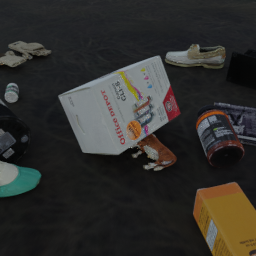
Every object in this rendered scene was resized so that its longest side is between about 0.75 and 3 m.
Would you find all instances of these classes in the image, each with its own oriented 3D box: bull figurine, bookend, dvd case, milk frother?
[{"bbox_3d":[0.606,0.578,7.642,0.931,0.500,1.534,-27,40,-24],"label":"bull figurine"},{"bbox_3d":[5.813,-2.511,11.124,2.671,1.238,2.688,26,44,30],"label":"bookend"},{"bbox_3d":[3.448,-0.188,8.928,1.458,0.157,1.961,10,38,13],"label":"dvd case"},{"bbox_3d":[-4.240,-0.410,7.151,2.409,2.669,2.510,-29,45,-30],"label":"milk frother"}]

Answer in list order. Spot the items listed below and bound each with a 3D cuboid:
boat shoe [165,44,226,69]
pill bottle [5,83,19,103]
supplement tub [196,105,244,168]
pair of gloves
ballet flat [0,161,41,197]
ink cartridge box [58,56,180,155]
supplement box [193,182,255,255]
[{"bbox_3d":[2.969,-3.255,12.398,2.588,0.885,0.967,4,37,5],"label":"boat shoe"},{"bbox_3d":[-4.209,-1.291,10.160,0.442,0.442,0.781,-10,37,-12],"label":"pill bottle"},{"bbox_3d":[2.436,0.148,7.697,0.948,0.948,1.773,-2,43,-3],"label":"supplement tub"},{"bbox_3d":[-5.121,-3.364,12.932,2.204,0.454,2.592,14,37,23],"label":"pair of gloves"},{"bbox_3d":[-3.326,1.170,6.527,2.420,0.852,0.815,-5,44,-7],"label":"ballet flat"},{"bbox_3d":[-0.212,-0.602,7.634,2.465,1.791,1.783,-32,17,-34],"label":"ink cartridge box"},{"bbox_3d":[2.146,2.332,4.949,0.936,0.968,2.813,-8,36,-9],"label":"supplement box"}]
